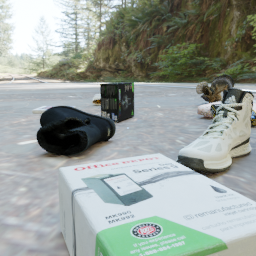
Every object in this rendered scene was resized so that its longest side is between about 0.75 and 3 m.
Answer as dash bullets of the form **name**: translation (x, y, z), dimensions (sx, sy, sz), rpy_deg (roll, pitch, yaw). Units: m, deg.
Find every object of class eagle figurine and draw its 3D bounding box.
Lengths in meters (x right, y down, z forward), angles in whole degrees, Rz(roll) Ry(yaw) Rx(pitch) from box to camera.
- **eagle figurine**: translation (4.461, -1.774, 14.174), dimensions (1.607, 1.599, 2.119), rpy_deg (-5, 18, 29)

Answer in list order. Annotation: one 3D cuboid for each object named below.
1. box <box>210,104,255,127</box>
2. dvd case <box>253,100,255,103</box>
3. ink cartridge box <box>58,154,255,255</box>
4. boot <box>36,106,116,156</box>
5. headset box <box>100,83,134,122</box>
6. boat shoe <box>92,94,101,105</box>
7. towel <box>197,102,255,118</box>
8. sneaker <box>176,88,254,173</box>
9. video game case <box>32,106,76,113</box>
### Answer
- **box**: translation (3.290, -0.402, 8.629), dimensions (1.222, 0.302, 0.976), rpy_deg (-3, 38, -7)
- **dvd case**: translation (6.467, -0.962, 12.429), dimensions (2.590, 0.320, 1.946), rpy_deg (6, 13, 28)
- **ink cartridge box**: translation (0.166, 0.813, 2.352), dimensions (1.237, 0.712, 1.695), rpy_deg (-5, 12, -24)
- **boot**: translation (-1.491, -0.006, 6.243), dimensions (2.104, 0.804, 1.768), rpy_deg (10, 10, 18)
- **headset box**: translation (-0.322, -0.939, 9.821), dimensions (0.686, 1.287, 1.478), rpy_deg (4, 11, 23)
- **boat shoe**: translation (-0.990, -1.347, 14.034), dimensions (1.721, 0.610, 0.601), rpy_deg (6, 39, 13)
- **towel**: translation (4.427, -0.611, 10.306), dimensions (2.890, 0.466, 2.760), rpy_deg (8, 13, 36)
- **sneaker**: translation (1.633, -0.056, 5.142), dimensions (0.880, 1.342, 2.333), rpy_deg (9, 15, 40)
- **video game case**: translation (-3.112, -0.799, 11.981), dimensions (1.495, 0.172, 1.362), rpy_deg (1, 11, 2)
